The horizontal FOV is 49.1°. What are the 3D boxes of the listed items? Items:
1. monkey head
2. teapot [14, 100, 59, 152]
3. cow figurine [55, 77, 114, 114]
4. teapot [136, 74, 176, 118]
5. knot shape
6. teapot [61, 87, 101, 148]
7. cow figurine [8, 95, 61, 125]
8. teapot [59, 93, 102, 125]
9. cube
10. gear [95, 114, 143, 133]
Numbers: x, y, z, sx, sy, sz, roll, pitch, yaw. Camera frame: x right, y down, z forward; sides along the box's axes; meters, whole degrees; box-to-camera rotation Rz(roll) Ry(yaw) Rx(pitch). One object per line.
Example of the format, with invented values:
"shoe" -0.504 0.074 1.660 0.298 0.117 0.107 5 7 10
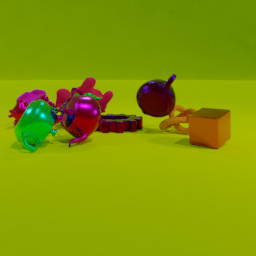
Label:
"monkey head" -3.221 -0.691 9.543 1.728 1.041 1.243 -25 6 -35
"teapot" -2.018 -0.102 6.433 0.846 1.075 1.728 31 34 -18
"cow figurine" -1.516 -0.892 9.309 1.692 1.665 0.929 37 9 -5
"teapot" 0.789 -0.837 7.750 1.107 1.781 0.872 35 47 -4
"knot shape" 1.512 -0.229 7.804 1.153 0.533 1.079 -36 32 -29
"teapot" -1.203 -0.258 6.746 0.862 1.759 1.094 19 -40 -38
"cow figurine" -2.802 -0.375 8.321 1.351 1.373 0.754 -34 -31 -1
"teapot" -1.501 -0.612 8.545 1.571 0.769 0.977 -40 9 6
"cube" 1.877 -0.016 6.425 0.712 0.712 0.712 9 24 41
"gear" -0.409 -0.168 8.570 1.724 0.319 1.724 0 11 0
